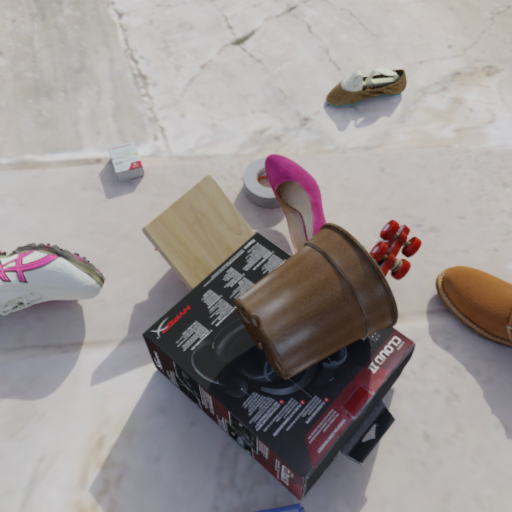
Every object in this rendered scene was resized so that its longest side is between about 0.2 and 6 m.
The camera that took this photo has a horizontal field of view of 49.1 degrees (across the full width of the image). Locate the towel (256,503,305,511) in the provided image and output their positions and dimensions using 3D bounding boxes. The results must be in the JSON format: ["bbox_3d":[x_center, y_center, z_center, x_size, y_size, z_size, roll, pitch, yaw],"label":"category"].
[{"bbox_3d":[0.157,4.493,7.521,1.463,0.237,1.992,-9,55,-4],"label":"towel"}]

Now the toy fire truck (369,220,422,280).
[{"bbox_3d":[2.310,-0.029,10.019,0.665,0.996,1.186,35,69,-8],"label":"toy fire truck"}]

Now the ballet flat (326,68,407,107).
[{"bbox_3d":[2.540,-3.921,12.761,1.941,0.702,0.658,-10,58,-6],"label":"ballet flat"}]

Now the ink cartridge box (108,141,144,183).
[{"bbox_3d":[-2.716,-1.973,11.708,0.563,0.320,0.773,-17,58,-11],"label":"ink cartridge box"}]

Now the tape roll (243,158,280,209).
[{"bbox_3d":[0.279,-1.483,11.356,1.084,0.358,1.084,0,57,0],"label":"tape roll"}]

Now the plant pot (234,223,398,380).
[{"bbox_3d":[0.718,0.684,7.589,1.675,1.692,1.692,-31,62,-12],"label":"plant pot"}]

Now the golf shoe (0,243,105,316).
[{"bbox_3d":[-4.155,0.538,9.631,3.201,1.162,1.474,5,61,14],"label":"golf shoe"}]

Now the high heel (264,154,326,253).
[{"bbox_3d":[0.684,-0.744,10.204,1.216,0.854,2.535,-24,82,-46],"label":"high heel"}]

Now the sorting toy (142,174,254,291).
[{"bbox_3d":[-1.003,-0.275,10.036,1.683,0.589,1.694,-45,106,-31],"label":"sorting toy"}]

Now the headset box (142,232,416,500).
[{"bbox_3d":[0.461,1.659,8.657,3.527,1.362,2.625,36,63,22],"label":"headset box"}]

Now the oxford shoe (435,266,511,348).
[{"bbox_3d":[4.614,0.989,9.276,3.329,1.187,1.187,31,63,21],"label":"oxford shoe"}]
